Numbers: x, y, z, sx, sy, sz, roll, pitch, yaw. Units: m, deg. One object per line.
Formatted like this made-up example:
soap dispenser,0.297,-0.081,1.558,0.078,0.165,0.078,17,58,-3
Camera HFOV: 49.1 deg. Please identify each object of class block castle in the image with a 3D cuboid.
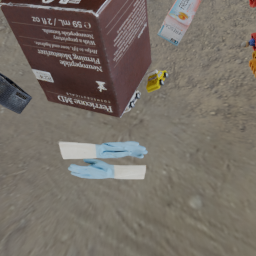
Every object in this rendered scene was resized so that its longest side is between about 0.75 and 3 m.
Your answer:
block castle,3.135,-1.858,5.800,1.161,1.654,2.475,-14,42,14

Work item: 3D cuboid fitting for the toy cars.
toy cars,0.281,-0.837,5.904,1.447,0.320,0.649,-38,21,-9

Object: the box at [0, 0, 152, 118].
box,-0.709,-1.652,5.159,1.767,2.130,1.749,13,54,20

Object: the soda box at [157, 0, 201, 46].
soda box,1.487,-3.170,7.819,0.643,0.692,2.023,29,50,-1

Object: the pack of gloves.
pack of gloves,-0.330,0.431,4.184,1.222,1.026,0.241,1,52,-2

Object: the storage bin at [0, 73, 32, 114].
storage bin,-2.084,-0.632,4.754,0.782,0.529,0.367,35,88,27
